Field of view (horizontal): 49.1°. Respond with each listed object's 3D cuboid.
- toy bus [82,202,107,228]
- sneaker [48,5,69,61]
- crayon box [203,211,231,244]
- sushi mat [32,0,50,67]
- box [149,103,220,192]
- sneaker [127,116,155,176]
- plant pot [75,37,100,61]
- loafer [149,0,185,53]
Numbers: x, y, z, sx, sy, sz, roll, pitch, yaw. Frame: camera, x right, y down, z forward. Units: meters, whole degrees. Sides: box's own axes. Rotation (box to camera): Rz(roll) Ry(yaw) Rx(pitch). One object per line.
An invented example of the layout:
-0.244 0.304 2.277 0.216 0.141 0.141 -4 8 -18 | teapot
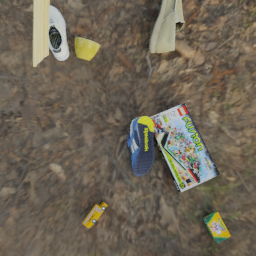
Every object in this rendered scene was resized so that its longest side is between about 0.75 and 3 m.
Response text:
-1.025 2.709 8.820 0.351 0.292 0.898 36 81 8 | toy bus
-2.569 -3.498 9.905 0.793 0.769 2.171 -19 79 -4 | sneaker
2.766 3.095 8.758 0.489 0.240 0.823 -26 79 -5 | crayon box
-2.389 -3.120 7.762 0.160 2.651 1.268 13 34 -1 | sushi mat
1.760 0.613 9.185 1.421 0.448 2.581 -24 79 -5 | box
0.392 0.579 9.113 0.725 0.807 1.962 2 95 -30 | sneaker
-1.479 -2.718 9.765 0.890 0.890 0.632 17 98 4 | plant pot
1.545 -3.918 9.900 0.987 1.093 2.890 18 88 2 | loafer
